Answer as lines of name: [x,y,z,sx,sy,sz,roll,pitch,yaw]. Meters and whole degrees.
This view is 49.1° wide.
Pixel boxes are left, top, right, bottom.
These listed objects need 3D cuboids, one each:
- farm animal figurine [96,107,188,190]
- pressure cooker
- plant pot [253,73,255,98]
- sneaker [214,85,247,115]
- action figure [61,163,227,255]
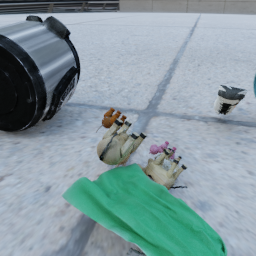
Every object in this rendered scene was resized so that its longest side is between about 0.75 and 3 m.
farm animal figurine: [0.192,0.538,5.121,1.800,0.905,1.454,33,10,-19]
pressure cooker: [-2.626,-1.539,7.386,2.484,2.523,2.824,-4,27,19]
plant pot: [4.221,-1.130,7.062,1.102,1.637,1.637,5,21,-31]
sneaker: [2.559,-0.666,7.147,0.674,0.731,1.827,17,5,16]
action figure: [0.379,1.308,3.654,1.434,0.664,2.428,-22,34,-35]
